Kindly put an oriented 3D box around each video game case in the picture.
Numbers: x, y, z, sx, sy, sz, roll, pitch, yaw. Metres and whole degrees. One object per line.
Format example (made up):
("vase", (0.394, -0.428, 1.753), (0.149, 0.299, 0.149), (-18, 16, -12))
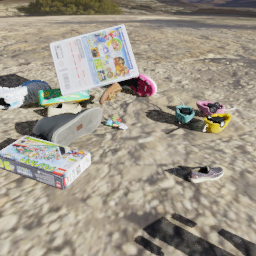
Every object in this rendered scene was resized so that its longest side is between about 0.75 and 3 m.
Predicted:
("video game case", (-1.160, -2.319, 9.540), (2.652, 1.899, 0.239), (-15, -10, -2))

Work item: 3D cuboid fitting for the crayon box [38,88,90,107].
("crayon box", (-2.480, -1.207, 10.728), (1.810, 0.527, 1.075), (-10, 1, -19))

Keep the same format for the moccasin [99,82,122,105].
("moccasin", (-0.659, -1.252, 10.657), (0.499, 0.473, 1.292), (39, 43, 0))

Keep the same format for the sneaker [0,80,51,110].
("sneaker", (-4.208, -1.136, 10.838), (2.525, 0.946, 1.094), (-14, 36, -9))

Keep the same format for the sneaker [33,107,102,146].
("sneaker", (-1.870, -0.229, 8.925), (1.180, 0.831, 2.221), (21, 35, 30))

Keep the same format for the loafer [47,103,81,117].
("loafer", (-2.333, -0.701, 10.284), (1.336, 0.456, 0.506), (-18, 32, -32))

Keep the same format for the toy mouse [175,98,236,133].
("toy mouse", (2.514, -0.487, 9.803), (2.639, 0.511, 2.345), (-19, 33, -33))

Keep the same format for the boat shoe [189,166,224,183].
("boat shoe", (1.955, 1.097, 6.928), (0.971, 0.315, 0.349), (-8, 28, -16))

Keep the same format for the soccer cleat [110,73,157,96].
("soccer cleat", (0.359, -2.147, 12.564), (2.743, 0.958, 1.184), (22, 35, 37))

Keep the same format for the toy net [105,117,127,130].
("toy net", (-0.330, -0.109, 9.466), (0.926, 0.179, 0.486), (26, 34, 38))

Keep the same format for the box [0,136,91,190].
("box", (-2.233, 0.839, 7.353), (2.211, 0.384, 1.217), (12, 29, 22))
